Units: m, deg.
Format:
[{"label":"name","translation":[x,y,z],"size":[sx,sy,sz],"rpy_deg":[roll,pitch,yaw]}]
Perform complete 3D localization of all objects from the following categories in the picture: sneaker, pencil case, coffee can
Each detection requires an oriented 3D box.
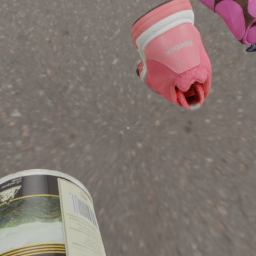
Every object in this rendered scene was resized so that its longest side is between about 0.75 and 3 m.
[{"label":"sneaker","translation":[0.660,-0.672,3.994],"size":[0.924,2.508,1.088],"rpy_deg":[-25,79,8]},{"label":"pencil case","translation":[1.552,-2.563,4.684],"size":[1.235,1.197,2.637],"rpy_deg":[-23,68,-29]},{"label":"coffee can","translation":[-0.999,1.789,3.061],"size":[1.683,1.683,2.300],"rpy_deg":[-18,30,-9]}]
